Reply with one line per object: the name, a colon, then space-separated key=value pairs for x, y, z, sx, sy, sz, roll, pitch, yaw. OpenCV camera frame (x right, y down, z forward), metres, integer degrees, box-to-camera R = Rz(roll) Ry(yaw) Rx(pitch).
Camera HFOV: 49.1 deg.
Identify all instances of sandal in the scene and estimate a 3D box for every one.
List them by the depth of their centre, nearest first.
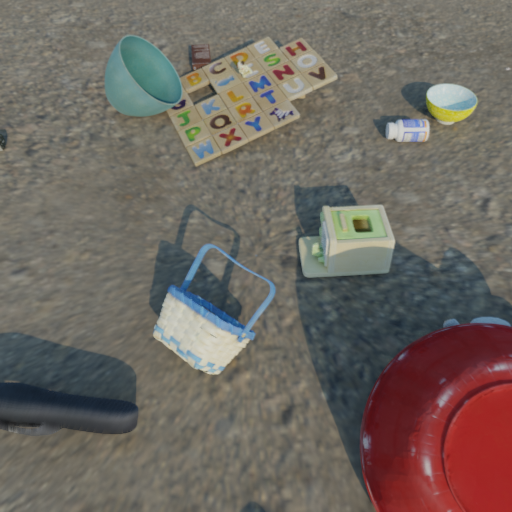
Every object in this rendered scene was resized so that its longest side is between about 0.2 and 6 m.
sandal: x=-2.961 y=2.262 z=7.832 sx=2.562 sy=0.974 sz=0.548 roll=8 pitch=93 yaw=5

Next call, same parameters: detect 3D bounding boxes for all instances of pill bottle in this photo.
pill bottle: x=3.407 y=-2.830 z=12.656 sx=0.881 sy=0.494 sz=0.494 roll=0 pitch=48 yaw=1

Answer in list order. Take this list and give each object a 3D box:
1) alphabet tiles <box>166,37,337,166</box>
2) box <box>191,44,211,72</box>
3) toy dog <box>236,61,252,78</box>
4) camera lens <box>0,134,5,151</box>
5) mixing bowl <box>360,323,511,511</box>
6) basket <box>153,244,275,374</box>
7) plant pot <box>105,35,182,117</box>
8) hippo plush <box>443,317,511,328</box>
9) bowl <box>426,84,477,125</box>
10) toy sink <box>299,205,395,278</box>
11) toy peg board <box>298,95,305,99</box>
alphabet tiles: x=-0.210 y=-3.896 z=13.220 sx=3.839 sy=0.145 sz=3.209 roll=-26 pitch=52 yaw=-3
box: x=-1.452 y=-5.209 z=14.868 sx=0.505 sy=0.378 sz=1.008 roll=-4 pitch=47 yaw=-4
toy dog: x=-0.301 y=-4.465 z=13.255 sx=0.262 sy=0.376 sz=0.365 roll=-13 pitch=77 yaw=23
camera lens: x=-5.868 y=-2.514 z=12.440 sx=0.488 sy=0.391 sz=0.391 roll=-6 pitch=49 yaw=-5
mixing bowl: x=2.839 y=2.278 z=6.354 sx=3.285 sy=1.779 sz=3.285 roll=-3 pitch=75 yaw=9
basket: x=-0.684 y=0.817 z=8.689 sx=1.509 sy=1.191 sz=1.712 roll=33 pitch=95 yaw=33
plant pot: x=-2.801 y=-3.968 z=13.025 sx=1.225 sy=1.819 sz=1.819 roll=-29 pitch=39 yaw=32
hippo plush: x=3.595 y=1.787 z=8.113 sx=2.239 sy=1.783 sz=1.800 roll=-21 pitch=19 yaw=-36
bowl: x=4.512 y=-3.459 z=13.131 sx=1.145 sy=0.616 sz=1.145 roll=0 pitch=48 yaw=0
toy sink: x=1.578 y=-0.295 z=10.075 sx=1.548 sy=0.867 sz=1.009 roll=-3 pitch=44 yaw=0
toy peg board: x=0.654 y=-4.639 z=14.182 sx=1.277 sy=0.624 sz=1.271 roll=5 pitch=49 yaw=4
